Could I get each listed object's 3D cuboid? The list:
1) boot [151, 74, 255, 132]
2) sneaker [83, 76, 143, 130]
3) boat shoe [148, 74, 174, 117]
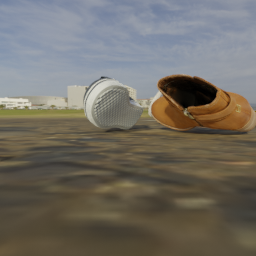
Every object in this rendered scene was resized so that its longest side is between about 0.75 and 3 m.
[{"bbox_3d":[1.089,-0.456,5.628,2.568,0.985,1.994,19,2,42],"label":"boot"},{"bbox_3d":[-0.524,-0.629,6.502,1.086,1.073,2.736,40,3,17],"label":"sneaker"},{"bbox_3d":[1.541,-1.034,10.808,0.713,1.910,0.886,-8,43,-48],"label":"boat shoe"}]
